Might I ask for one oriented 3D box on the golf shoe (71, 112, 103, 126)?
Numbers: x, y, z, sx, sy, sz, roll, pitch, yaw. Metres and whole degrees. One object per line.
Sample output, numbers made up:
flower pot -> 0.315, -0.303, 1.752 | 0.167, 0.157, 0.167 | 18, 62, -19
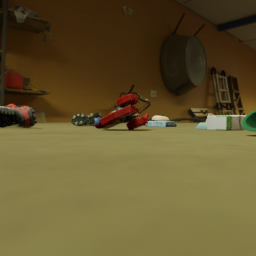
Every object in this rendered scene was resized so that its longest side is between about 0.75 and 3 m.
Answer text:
golf shoe -> -2.223, -0.350, 15.425 | 1.968, 0.760, 0.867 | -1, -23, 25

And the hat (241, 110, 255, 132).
hat -> 2.656, 0.107, 5.258 | 0.913, 0.804, 0.756 | -36, 26, -20

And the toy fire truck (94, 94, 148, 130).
toy fire truck -> -0.262, -0.303, 8.551 | 1.444, 0.964, 1.719 | -24, -3, 8

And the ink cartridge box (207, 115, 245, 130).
ink cartridge box -> 3.076, -0.163, 8.562 | 1.054, 0.445, 0.770 | -1, 2, -28

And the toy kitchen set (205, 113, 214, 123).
toy kitchen set -> 4.944, -0.320, 15.892 | 1.123, 0.661, 0.899 | 20, 2, 2

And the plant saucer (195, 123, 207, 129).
plant saucer -> 3.013, -0.079, 9.735 | 1.302, 0.234, 1.302 | 0, 2, 0

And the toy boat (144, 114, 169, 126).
toy boat -> 1.656, -0.416, 17.001 | 1.546, 0.718, 1.299 | 8, 3, -20

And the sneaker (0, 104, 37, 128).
sneaker -> -4.582, -0.417, 11.072 | 2.491, 0.881, 1.217 | 10, 20, 43

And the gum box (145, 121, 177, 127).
gum box -> 1.628, -0.197, 13.828 | 1.196, 0.267, 1.016 | 1, 2, 41
